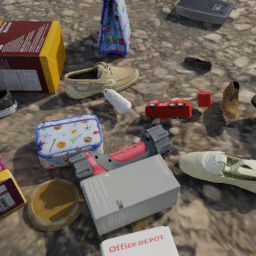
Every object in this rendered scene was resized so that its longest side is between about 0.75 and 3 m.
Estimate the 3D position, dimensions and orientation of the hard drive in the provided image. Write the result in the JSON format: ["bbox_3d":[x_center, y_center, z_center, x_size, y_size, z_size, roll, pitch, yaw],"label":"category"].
[{"bbox_3d":[3.881,-6.040,14.233,2.650,0.561,1.787,21,52,18],"label":"hard drive"}]

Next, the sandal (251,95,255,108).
[{"bbox_3d":[5.387,-0.466,9.308,2.905,0.655,1.091,10,53,-11],"label":"sandal"}]

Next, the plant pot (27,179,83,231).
[{"bbox_3d":[-1.927,1.937,7.335,1.469,0.202,1.469,0,49,0],"label":"plant pot"}]

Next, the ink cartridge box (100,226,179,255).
[{"bbox_3d":[0.397,3.294,5.640,1.546,0.893,2.126,-10,49,-9],"label":"ink cartridge box"}]

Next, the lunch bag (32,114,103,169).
[{"bbox_3d":[-1.797,0.317,8.428,2.024,0.765,1.621,-9,47,-10],"label":"lunch bag"}]

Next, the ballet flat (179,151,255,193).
[{"bbox_3d":[2.789,1.067,7.629,2.740,0.952,0.952,13,49,11],"label":"ballet flat"}]

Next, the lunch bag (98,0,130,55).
[{"bbox_3d":[-0.591,-4.855,11.621,1.346,2.861,2.153,2,48,2],"label":"lunch bag"}]

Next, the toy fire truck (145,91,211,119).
[{"bbox_3d":[1.685,-0.773,9.331,2.007,0.489,1.415,1,25,21],"label":"toy fire truck"}]

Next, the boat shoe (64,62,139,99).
[{"bbox_3d":[-0.921,-1.881,10.263,2.829,0.919,1.020,-16,50,-14],"label":"boat shoe"}]

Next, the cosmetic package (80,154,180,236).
[{"bbox_3d":[0.076,1.642,7.093,2.214,0.998,1.183,-21,48,-14],"label":"cosmetic package"}]

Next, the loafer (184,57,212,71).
[{"bbox_3d":[2.857,-2.692,11.360,1.189,0.374,0.427,28,54,23],"label":"loafer"}]

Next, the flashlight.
[{"bbox_3d":[-0.179,0.726,7.903,2.900,0.982,0.986,-24,56,-18],"label":"flashlight"}]

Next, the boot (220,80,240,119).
[{"bbox_3d":[3.445,-0.981,9.302,0.583,0.597,1.583,15,49,1],"label":"boot"}]

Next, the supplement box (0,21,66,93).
[{"bbox_3d":[-3.851,-2.715,10.542,2.441,1.621,2.408,0,48,0],"label":"supplement box"}]

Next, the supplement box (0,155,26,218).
[{"bbox_3d":[-4.156,1.123,7.232,1.813,1.429,2.769,-31,55,-25],"label":"supplement box"}]

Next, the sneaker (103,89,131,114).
[{"bbox_3d":[-0.418,-0.916,9.448,0.508,0.675,1.356,-53,44,1],"label":"sneaker"}]

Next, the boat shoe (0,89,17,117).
[{"bbox_3d":[-5.142,-0.652,9.259,2.740,0.776,0.940,-18,51,-15],"label":"boat shoe"}]
